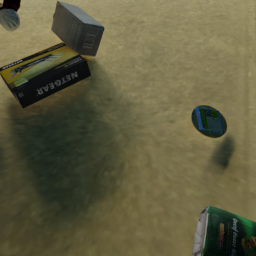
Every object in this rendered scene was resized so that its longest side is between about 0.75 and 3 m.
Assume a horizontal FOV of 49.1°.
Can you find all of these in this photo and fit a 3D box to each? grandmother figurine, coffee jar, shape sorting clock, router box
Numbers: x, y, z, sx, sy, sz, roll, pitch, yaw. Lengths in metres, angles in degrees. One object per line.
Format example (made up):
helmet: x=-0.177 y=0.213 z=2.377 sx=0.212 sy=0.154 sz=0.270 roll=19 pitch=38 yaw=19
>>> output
grandmother figurine: x=-3.572 y=-4.015 z=8.721 sx=0.709 sy=1.419 sz=2.340 roll=15 pitch=59 yaw=-37
coffee jar: x=2.153 y=2.068 z=4.578 sx=2.040 sy=0.870 sz=1.064 roll=14 pitch=54 yaw=7
shape sorting clock: x=2.098 y=-0.171 z=7.271 sx=1.011 sy=0.198 sz=1.011 roll=10 pitch=56 yaw=-15
router box: x=-2.434 y=-1.614 z=8.132 sx=2.166 sy=0.566 sz=1.703 roll=-31 pitch=46 yaw=-20

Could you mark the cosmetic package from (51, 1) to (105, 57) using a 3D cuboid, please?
cosmetic package: x=-1.822 y=-3.481 z=9.804 sx=0.954 sy=1.129 sz=2.114 roll=-3 pitch=40 yaw=-38
